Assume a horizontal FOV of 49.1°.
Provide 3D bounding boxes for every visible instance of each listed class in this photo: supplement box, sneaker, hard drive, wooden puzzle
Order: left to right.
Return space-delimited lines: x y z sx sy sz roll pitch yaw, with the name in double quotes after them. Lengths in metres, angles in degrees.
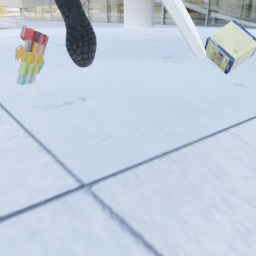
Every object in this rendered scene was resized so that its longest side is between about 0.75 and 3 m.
-1.540 -1.137 4.558 0.102 0.858 1.447 17 11 -5 "wooden puzzle"
-1.704 -3.522 9.631 1.065 2.813 1.231 -13 16 0 "sneaker"
0.845 -1.990 4.745 0.205 1.539 1.015 -26 45 24 "hard drive"
3.014 -2.375 8.268 1.063 0.714 1.064 -36 70 -9 "supplement box"
